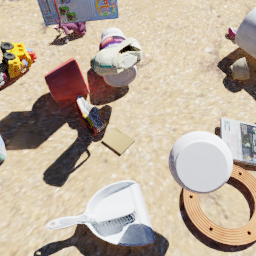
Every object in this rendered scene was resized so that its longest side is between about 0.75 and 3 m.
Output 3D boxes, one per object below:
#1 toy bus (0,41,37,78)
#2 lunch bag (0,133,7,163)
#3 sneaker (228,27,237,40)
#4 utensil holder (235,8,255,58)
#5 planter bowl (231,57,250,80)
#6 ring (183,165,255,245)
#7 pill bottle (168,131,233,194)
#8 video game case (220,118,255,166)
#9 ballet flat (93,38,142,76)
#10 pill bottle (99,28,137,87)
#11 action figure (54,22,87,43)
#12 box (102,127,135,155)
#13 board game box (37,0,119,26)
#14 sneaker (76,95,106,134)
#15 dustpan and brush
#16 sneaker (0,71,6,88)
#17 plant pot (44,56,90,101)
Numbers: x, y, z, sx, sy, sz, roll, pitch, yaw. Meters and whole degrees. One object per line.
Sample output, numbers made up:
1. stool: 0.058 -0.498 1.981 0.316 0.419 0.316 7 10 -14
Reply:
1. toy bus: -4.513 -2.894 11.739 1.427 1.008 1.486 -11 56 -27
2. lunch bag: -5.202 0.491 9.273 1.862 0.878 2.323 -25 57 -15
3. sneaker: 5.052 -4.437 13.157 0.383 0.353 0.867 -23 66 -17
4. utensil holder: 5.981 -3.686 11.583 2.006 2.006 2.360 -29 58 -19
5. planter bowl: 4.529 -2.346 11.377 0.604 0.898 0.898 -13 51 22
6. ring: 2.930 2.195 8.422 2.558 0.245 2.558 0 55 0
7. pill bottle: 1.548 0.704 6.114 1.285 2.293 1.285 0 89 13
8. video game case: 3.912 0.472 9.581 1.505 0.193 1.656 12 54 0
9. ballet flat: -0.027 -2.207 8.887 0.910 0.985 2.920 10 31 24
10. pill bottle: -0.487 -2.973 11.454 1.344 1.344 2.413 -8 55 -6
11. action figure: -2.659 -4.697 12.901 1.552 1.156 1.040 -15 60 -27
12. box: -0.345 0.440 9.764 0.916 0.097 0.749 34 62 22
13. board game box: -1.588 -4.191 8.720 2.492 1.885 0.456 -6 59 -1
14. sneaker: -1.384 -0.544 10.208 0.697 0.660 1.697 -25 67 -22
15. dustpan and brush: -0.788 2.506 7.835 2.800 0.801 1.954 -12 55 -8
16. sneaker: -5.974 -1.898 10.991 2.269 0.847 0.915 -9 55 -7
17. plant pot: -2.337 -1.770 10.619 1.318 1.490 1.490 -23 57 -2
